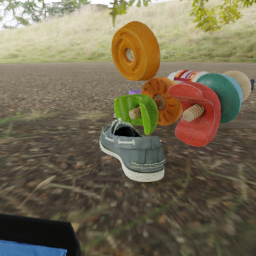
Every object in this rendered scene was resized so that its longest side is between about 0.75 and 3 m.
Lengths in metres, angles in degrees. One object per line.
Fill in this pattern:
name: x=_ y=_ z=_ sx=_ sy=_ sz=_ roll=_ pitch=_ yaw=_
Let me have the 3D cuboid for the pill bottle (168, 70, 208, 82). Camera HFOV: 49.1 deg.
pill bottle: x=2.519 y=-1.836 z=11.659 sx=1.123 sy=1.123 sz=1.988 roll=-8 pitch=17 yaw=-27

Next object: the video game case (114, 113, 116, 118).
video game case: x=0.095 y=-0.447 z=8.506 sx=0.829 sy=0.164 sz=0.915 roll=4 pitch=16 yaw=15

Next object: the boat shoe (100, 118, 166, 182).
boat shoe: x=0.021 y=0.190 z=5.190 sx=0.862 sy=0.731 sz=2.366 roll=-5 pitch=17 yaw=-17

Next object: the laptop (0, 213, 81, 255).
laptop: x=-1.451 y=1.265 z=0.455 sx=2.141 sy=1.248 sz=2.416 roll=3 pitch=16 yaw=11

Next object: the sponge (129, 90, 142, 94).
sponge: x=0.508 y=-1.510 z=12.269 sx=0.637 sy=0.170 sz=1.141 roll=-6 pitch=17 yaw=-19

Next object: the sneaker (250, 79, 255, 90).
sneaker: x=5.543 y=-2.148 z=13.675 sx=1.012 sy=0.532 sz=1.400 roll=-14 pitch=28 yaw=-11

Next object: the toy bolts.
toy bolts: x=1.228 y=-1.108 z=6.338 sx=2.005 sy=2.761 sz=2.890 roll=-28 pitch=32 yaw=-33
